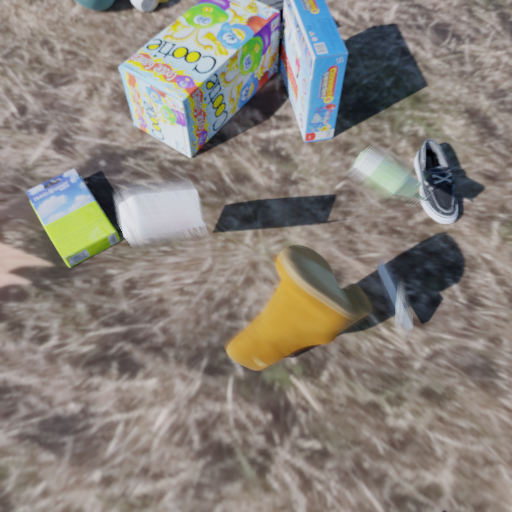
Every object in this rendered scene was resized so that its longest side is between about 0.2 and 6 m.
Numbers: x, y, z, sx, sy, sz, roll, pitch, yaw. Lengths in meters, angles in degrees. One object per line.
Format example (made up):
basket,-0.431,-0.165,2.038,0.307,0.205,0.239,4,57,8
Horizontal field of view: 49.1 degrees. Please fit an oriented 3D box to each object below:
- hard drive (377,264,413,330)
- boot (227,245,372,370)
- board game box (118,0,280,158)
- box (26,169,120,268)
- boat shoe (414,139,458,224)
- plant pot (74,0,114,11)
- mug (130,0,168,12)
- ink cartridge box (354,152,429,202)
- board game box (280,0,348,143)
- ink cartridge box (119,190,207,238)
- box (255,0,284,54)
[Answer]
hard drive,2.205,0.652,8.917,0.125,0.618,0.937,-26,50,11
boot,0.351,0.894,7.631,1.953,2.728,0.960,-32,62,17
board game box,-1.019,-3.724,11.223,1.558,1.586,3.025,32,65,17
box,-3.330,-0.708,10.139,1.032,0.403,1.693,-30,64,-16
boat shoe,3.395,-1.426,10.454,0.622,0.588,1.735,-2,60,-1
plant pot,-3.790,-6.314,13.075,1.384,0.932,1.384,-2,65,5
mug,-2.599,-6.256,13.207,0.999,0.800,0.820,-27,71,-8
ink cartridge box,2.190,-1.219,8.749,1.193,0.286,0.868,1,33,-47
board game box,1.047,-3.755,10.921,0.610,2.136,2.182,-10,61,-6
ink cartridge box,-1.379,-0.608,8.116,0.946,1.631,0.553,-9,93,-22
box,0.270,-5.275,12.371,0.727,1.181,1.171,-21,61,-12
